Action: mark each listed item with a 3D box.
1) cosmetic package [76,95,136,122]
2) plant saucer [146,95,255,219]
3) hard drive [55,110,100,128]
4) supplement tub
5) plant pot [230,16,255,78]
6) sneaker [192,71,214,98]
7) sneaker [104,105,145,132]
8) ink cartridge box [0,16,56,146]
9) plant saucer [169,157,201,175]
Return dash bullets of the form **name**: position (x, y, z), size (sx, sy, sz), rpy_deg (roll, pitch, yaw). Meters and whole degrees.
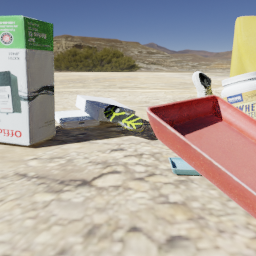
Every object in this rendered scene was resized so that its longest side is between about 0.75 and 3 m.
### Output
- **cosmetic package**: position (-0.742, -0.614, 8.817), size (1.257, 0.431, 1.668), rpy_deg (5, 16, -34)
- **plant saucer**: position (1.614, 0.349, 3.974), size (2.259, 0.415, 2.255), rpy_deg (39, 33, 28)
- **hard drive**: position (-1.652, -0.300, 8.738), size (1.076, 0.214, 1.632), rpy_deg (-6, 15, -23)
- **supplement tub**: position (2.921, -0.590, 6.944), size (1.032, 1.430, 1.032), rpy_deg (-14, 1, 0)
- **plant pot**: position (4.508, -1.548, 8.519), size (2.748, 2.730, 2.811), rpy_deg (7, 43, 20)
- **sneaker**: position (2.816, -1.308, 10.140), size (0.591, 1.567, 0.901), rpy_deg (-27, 7, 7)
- **sneaker**: position (-0.115, -0.188, 6.873), size (1.174, 0.443, 0.449), rpy_deg (30, -14, 29)
- **ink cartridge box**: position (-2.818, -1.071, 6.503), size (1.993, 2.718, 1.129), rpy_deg (5, 13, 16)
- **plant saucer**: position (1.487, 0.675, 4.822), size (1.534, 0.146, 0.536), rpy_deg (1, 15, 2)
